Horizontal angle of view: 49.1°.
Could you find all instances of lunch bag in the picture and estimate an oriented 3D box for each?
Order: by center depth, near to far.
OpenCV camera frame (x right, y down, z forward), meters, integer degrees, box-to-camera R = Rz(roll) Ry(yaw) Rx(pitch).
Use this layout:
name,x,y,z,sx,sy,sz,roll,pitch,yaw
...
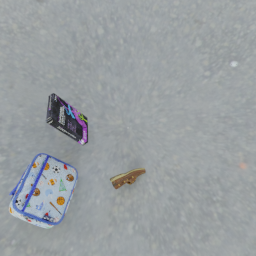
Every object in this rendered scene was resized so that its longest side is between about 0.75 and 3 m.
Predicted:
name,x,y,z,sx,sy,sz,roll,pitch,yaw
lunch bag,-2.313,1.717,7.684,1.517,0.715,1.893,31,50,-19

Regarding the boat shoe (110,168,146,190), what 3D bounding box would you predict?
name,x,y,z,sx,sy,sz,roll,pitch,yaw
boat shoe,0.035,1.481,8.237,1.151,0.414,0.389,-15,75,-27

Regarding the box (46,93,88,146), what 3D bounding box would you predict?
name,x,y,z,sx,sy,sz,roll,pitch,yaw
box,-1.679,-0.236,7.903,0.254,1.407,1.006,-31,45,24
